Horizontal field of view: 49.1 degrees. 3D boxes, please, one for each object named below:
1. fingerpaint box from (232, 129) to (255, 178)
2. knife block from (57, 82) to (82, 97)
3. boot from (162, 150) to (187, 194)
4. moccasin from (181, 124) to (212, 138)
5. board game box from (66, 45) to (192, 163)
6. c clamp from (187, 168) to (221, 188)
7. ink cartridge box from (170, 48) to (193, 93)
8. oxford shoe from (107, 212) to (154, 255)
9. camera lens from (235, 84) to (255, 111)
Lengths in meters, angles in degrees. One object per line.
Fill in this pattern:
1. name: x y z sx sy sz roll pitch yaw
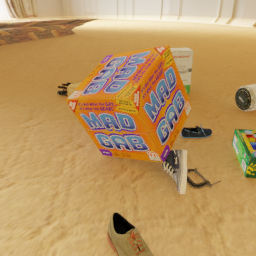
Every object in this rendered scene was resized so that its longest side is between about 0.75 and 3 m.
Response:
1. fingerpaint box: 4.538 0.807 9.247 1.671 0.734 2.002 3 28 6
2. knife block: -2.825 -1.909 14.520 1.499 0.546 1.708 -17 33 -27
3. boot: 1.377 1.279 8.432 0.765 0.616 1.695 3 33 10
4. moccasin: 2.684 0.135 10.827 1.241 0.423 0.499 -6 29 -12
5. board game box: 0.163 -0.736 8.886 2.480 2.479 2.478 2 45 38
6. c clamp: 2.158 1.531 8.571 0.868 0.138 1.016 -19 35 -22
7. ink cartridge box: 2.433 -2.995 14.692 1.669 2.277 0.946 -2 28 -4
8. oxford shoe: 0.103 2.579 5.951 0.677 0.719 1.921 -19 34 -31
9. camera lens: 5.826 -1.427 12.946 1.454 1.163 1.163 -11 30 -17
